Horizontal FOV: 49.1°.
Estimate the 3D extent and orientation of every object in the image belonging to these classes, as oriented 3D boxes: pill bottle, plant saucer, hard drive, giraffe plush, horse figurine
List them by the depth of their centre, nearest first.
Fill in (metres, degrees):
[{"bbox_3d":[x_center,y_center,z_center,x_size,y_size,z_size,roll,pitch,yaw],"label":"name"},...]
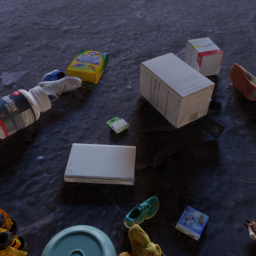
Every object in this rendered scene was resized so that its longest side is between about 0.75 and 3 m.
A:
[{"bbox_3d":[0.253,3.467,7.391,1.158,1.232,1.428,-40,40,-18],"label":"giraffe plush"},{"bbox_3d":[4.782,3.381,7.619,2.751,0.687,1.823,-4,29,8],"label":"horse figurine"},{"bbox_3d":[-1.399,3.634,7.693,2.174,0.391,2.174,0,46,0],"label":"plant saucer"},{"bbox_3d":[-0.943,1.265,10.059,2.372,0.312,1.564,3,46,2],"label":"hard drive"},{"bbox_3d":[3.337,-0.032,11.043,0.819,0.572,0.135,36,20,12],"label":"hard drive"},{"bbox_3d":[-4.392,-0.722,11.244,2.345,1.402,1.402,-35,55,-29],"label":"pill bottle"}]

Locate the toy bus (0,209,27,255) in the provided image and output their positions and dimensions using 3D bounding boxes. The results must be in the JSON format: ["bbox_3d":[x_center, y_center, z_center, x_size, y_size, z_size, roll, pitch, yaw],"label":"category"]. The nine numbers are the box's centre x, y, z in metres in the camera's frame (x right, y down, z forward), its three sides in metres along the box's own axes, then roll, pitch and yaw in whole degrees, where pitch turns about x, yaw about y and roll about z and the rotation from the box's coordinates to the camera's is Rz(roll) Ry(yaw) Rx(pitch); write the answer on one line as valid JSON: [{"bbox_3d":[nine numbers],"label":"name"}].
[{"bbox_3d":[-3.771,3.225,7.757,1.447,1.023,1.507,-37,58,-15],"label":"toy bus"}]

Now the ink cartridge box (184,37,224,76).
[{"bbox_3d":[3.787,-3.599,14.156,1.223,1.229,1.692,-12,47,-11],"label":"ink cartridge box"}]

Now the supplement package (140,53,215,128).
[{"bbox_3d":[1.951,-1.673,11.956,1.703,1.682,2.809,-23,50,-21],"label":"supplement package"}]

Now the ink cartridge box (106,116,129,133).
[{"bbox_3d":[-0.453,-0.187,11.564,0.600,0.198,0.825,-30,55,-25],"label":"ink cartridge box"}]

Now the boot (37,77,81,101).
[{"bbox_3d":[-3.127,-1.679,12.744,2.059,0.757,0.984,-10,53,1],"label":"boot"}]

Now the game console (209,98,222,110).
[{"bbox_3d":[3.736,-1.154,12.562,0.544,0.111,0.923,-21,49,-20],"label":"game console"}]

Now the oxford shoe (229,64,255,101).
[{"bbox_3d":[5.616,-2.140,13.154,0.889,0.853,2.409,-1,50,-22],"label":"oxford shoe"}]

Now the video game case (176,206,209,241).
[{"bbox_3d":[1.969,2.884,8.563,0.741,0.186,0.818,25,51,21],"label":"video game case"}]

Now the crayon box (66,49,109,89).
[{"bbox_3d":[-2.041,-2.995,14.000,1.520,0.624,2.418,11,47,10],"label":"crayon box"}]

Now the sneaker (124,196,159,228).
[{"bbox_3d":[0.456,2.563,8.629,1.360,0.542,0.527,-32,54,-28],"label":"sneaker"}]

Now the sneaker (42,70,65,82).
[{"bbox_3d":[-3.559,-2.415,13.545,0.668,0.461,1.200,16,41,27],"label":"sneaker"}]
